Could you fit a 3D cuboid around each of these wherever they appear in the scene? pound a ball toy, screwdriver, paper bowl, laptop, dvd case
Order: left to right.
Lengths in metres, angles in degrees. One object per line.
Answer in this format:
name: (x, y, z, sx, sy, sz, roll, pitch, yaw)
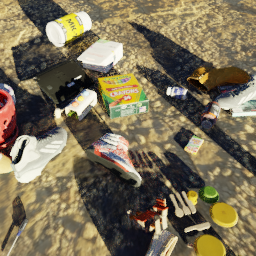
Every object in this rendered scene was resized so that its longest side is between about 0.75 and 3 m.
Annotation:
paper bowl: (-5.934, -1.131, 12.441, 1.788, 0.930, 1.788, 0, 42, 0)
screwdriver: (-3.275, 3.239, 8.159, 0.185, 0.193, 1.328, 7, 39, 10)
laptop: (-3.641, -2.361, 14.393, 2.838, 1.466, 2.515, 46, 56, 8)
pound a ball toy: (-2.344, -1.087, 12.532, 1.160, 0.756, 1.780, 18, 45, 19)
dvd case: (5.293, -1.334, 13.198, 1.547, 0.233, 2.119, -4, 41, -4)

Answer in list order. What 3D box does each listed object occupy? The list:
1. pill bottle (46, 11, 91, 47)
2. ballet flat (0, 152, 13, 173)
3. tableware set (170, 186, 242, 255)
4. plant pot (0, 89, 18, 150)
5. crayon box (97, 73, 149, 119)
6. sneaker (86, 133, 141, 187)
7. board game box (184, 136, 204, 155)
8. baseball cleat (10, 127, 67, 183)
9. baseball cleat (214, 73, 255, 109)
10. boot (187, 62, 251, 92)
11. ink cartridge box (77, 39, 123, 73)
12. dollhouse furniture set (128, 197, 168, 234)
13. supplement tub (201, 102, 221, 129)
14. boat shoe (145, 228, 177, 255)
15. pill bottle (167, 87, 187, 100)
pill bottle: (-3.690, -6.353, 17.753, 1.529, 1.529, 2.675, 27, 50, 26)
ballet flat: (-5.293, 1.061, 10.143, 2.461, 0.776, 0.845, 9, 43, 9)
tableware set: (2.508, 2.954, 8.385, 1.867, 0.425, 2.771, -10, 42, -15)
plant pot: (-5.313, -0.274, 10.811, 2.030, 1.849, 2.030, 0, 43, 0)
crayon box: (-0.354, -1.711, 13.239, 1.817, 0.727, 2.863, -12, 43, -14)
sneaker: (-0.239, 1.019, 10.142, 2.483, 0.829, 1.331, 27, 51, 30)
board game box: (2.641, 0.646, 11.095, 0.454, 0.142, 0.950, 24, 45, 23)
baseball cleat: (-3.119, 0.594, 10.099, 0.996, 1.520, 2.856, 4, 39, 17)
baseball cleat: (5.219, -1.762, 12.433, 2.874, 1.530, 1.002, -15, 44, -11)
boot: (4.488, -2.358, 13.956, 2.661, 0.936, 1.905, 25, 54, 28)
ink cartridge box: (-1.519, -3.912, 15.550, 1.519, 0.873, 2.595, 18, 45, 18)
dollhouse furniture set: (0.690, 2.546, 8.375, 1.106, 0.570, 1.094, 4, 13, 44)
supplement tub: (3.509, -0.535, 11.973, 0.667, 0.667, 1.247, 18, 48, 19)
boat shoe: (0.807, 3.593, 7.356, 0.716, 0.763, 2.069, 10, 42, 20)
pill bottle: (2.327, -1.689, 13.367, 0.872, 0.522, 0.522, 15, 44, 16)
